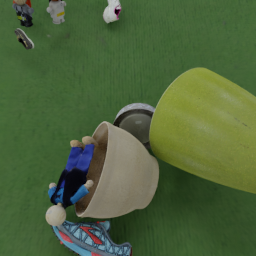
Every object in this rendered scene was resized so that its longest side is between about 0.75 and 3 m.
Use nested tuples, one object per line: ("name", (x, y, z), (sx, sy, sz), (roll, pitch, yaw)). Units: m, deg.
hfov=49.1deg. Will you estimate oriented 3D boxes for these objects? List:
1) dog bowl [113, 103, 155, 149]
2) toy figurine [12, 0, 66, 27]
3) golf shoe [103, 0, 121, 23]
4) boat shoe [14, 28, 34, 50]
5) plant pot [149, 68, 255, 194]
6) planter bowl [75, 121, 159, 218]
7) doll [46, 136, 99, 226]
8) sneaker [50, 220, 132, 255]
("dog bowl", (0.267, -0.049, 7.112), (1.344, 1.344, 0.394), (0, 39, 0))
("toy figurine", (-2.786, -4.003, 8.758), (1.633, 1.136, 1.608), (-9, 42, -10))
("golf shoe", (-0.422, -4.110, 9.382), (0.568, 0.467, 1.241), (9, 84, 29))
("boat shoe", (-3.168, -2.674, 8.405), (0.827, 0.295, 0.249), (45, 54, 12))
("plant pot", (2.179, 0.250, 5.849), (2.395, 2.395, 2.560), (-40, 46, -18))
("planter bowl", (-0.197, 1.058, 6.296), (1.410, 2.095, 2.095), (19, 63, -18))
("doll", (-1.316, 1.201, 6.347), (1.418, 0.504, 2.079), (-16, 43, 33))
("sneaker", (-0.785, 2.377, 6.187), (1.951, 0.774, 0.932), (33, 74, 5))
